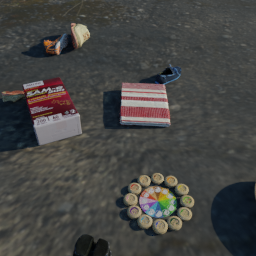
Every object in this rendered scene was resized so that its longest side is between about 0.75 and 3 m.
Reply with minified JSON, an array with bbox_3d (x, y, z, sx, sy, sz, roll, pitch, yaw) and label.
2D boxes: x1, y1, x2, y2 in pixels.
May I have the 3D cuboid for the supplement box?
[{"bbox_3d":[-2.330,-0.602,8.437,1.268,0.709,2.330,-16,42,-18],"label":"supplement box"}]

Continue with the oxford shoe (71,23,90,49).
[{"bbox_3d":[-2.164,-4.290,12.816,0.839,0.805,2.273,-4,40,-9],"label":"oxford shoe"}]

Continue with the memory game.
[{"bbox_3d":[0.686,1.610,6.257,1.583,0.101,1.583,0,40,0],"label":"memory game"}]

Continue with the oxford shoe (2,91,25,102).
[{"bbox_3d":[-3.731,-1.047,9.315,0.900,0.332,0.319,-7,25,-37],"label":"oxford shoe"}]

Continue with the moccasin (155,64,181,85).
[{"bbox_3d":[1.552,-2.004,10.312,0.550,0.466,1.366,28,47,29],"label":"moccasin"}]

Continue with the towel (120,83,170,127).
[{"bbox_3d":[0.524,-0.785,9.049,1.535,0.242,2.130,2,41,-1],"label":"towel"}]

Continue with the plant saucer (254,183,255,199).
[{"bbox_3d":[3.786,1.715,5.899,2.223,0.407,2.223,0,40,0],"label":"plant saucer"}]

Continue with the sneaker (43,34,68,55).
[{"bbox_3d":[-3.235,-3.776,12.357,0.838,0.581,1.497,9,40,8],"label":"sneaker"}]

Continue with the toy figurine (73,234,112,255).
[{"bbox_3d":[-0.835,2.862,3.775,2.172,1.535,2.207,-17,41,-28],"label":"toy figurine"}]
